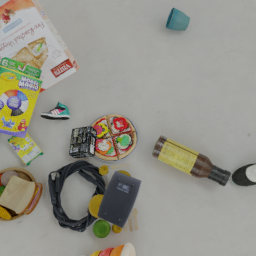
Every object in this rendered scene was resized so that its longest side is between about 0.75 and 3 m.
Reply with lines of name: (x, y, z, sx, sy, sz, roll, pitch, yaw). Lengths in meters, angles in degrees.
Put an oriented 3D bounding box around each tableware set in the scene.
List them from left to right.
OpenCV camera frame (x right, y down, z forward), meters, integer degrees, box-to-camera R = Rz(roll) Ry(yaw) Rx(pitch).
tableware set: (-0.603, 2.595, 10.247, 1.735, 0.395, 2.575, -4, 73, -13)

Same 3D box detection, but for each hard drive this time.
hard drive: (-0.200, 1.828, 7.227, 0.842, 0.264, 1.249, 18, 78, 19)

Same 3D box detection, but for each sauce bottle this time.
sauce bottle: (2.385, 1.300, 10.659, 2.958, 0.957, 0.957, 27, 68, 12)

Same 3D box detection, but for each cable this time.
cable: (-1.804, 2.514, 10.372, 2.078, 0.647, 2.547, -13, 67, -13)

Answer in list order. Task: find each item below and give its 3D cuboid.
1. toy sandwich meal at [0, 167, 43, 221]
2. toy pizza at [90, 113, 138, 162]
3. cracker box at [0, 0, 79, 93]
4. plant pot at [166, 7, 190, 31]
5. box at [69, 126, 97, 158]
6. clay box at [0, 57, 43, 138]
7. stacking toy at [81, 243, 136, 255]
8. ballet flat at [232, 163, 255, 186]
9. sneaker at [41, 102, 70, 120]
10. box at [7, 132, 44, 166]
toy sandwich meal: (-4.324, 2.385, 10.267, 2.232, 0.764, 2.232, 0, 66, 0)
toy pizza: (-0.657, 0.329, 11.428, 2.165, 0.343, 2.165, 0, 66, 0)
cracker box: (-3.337, -2.815, 9.682, 1.977, 2.952, 0.851, -28, 23, 10)
plant pot: (2.466, -5.220, 13.655, 0.940, 1.000, 1.000, 15, 66, -9)
box: (-1.771, 0.566, 11.061, 0.921, 0.484, 1.125, -9, 64, 24)
clay box: (-3.304, -0.864, 8.082, 1.203, 0.498, 2.093, 16, 96, -32)
stacking toy: (-0.829, 4.474, 9.194, 2.029, 1.483, 1.483, -1, 65, 17)
ballet flat: (5.156, 1.630, 10.586, 2.384, 0.815, 0.811, -10, 67, -4)
sneaker: (-3.046, -0.754, 11.822, 1.202, 0.503, 0.726, 2, 70, -8)
box: (-4.140, 0.752, 11.256, 0.813, 0.335, 1.386, -39, 74, -15)
